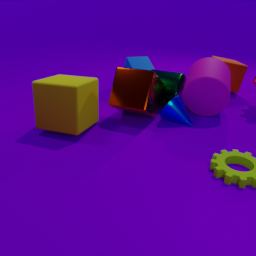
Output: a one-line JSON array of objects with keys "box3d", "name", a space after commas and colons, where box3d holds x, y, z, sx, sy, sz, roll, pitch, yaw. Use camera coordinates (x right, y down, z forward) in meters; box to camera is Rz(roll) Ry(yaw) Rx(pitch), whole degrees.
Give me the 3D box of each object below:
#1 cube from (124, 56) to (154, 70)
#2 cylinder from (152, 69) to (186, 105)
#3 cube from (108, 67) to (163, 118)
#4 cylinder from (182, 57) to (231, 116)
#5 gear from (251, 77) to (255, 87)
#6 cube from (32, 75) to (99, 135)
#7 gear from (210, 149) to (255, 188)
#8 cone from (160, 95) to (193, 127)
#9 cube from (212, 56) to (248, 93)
[{"box3d": [0.397, -2.120, 10.885, 0.922, 0.922, 0.922, -8, 55, -22], "name": "cube"}, {"box3d": [1.270, -1.361, 9.533, 1.138, 1.138, 1.138, 13, 30, 23], "name": "cylinder"}, {"box3d": [0.264, -1.047, 8.412, 1.174, 1.174, 1.174, 11, -3, 21], "name": "cube"}, {"box3d": [2.520, -1.320, 8.910, 1.393, 1.393, 1.393, 8, 40, 15], "name": "cylinder"}, {"box3d": [4.736, -1.065, 8.778, 1.778, 0.329, 1.778, 33, 16, -11], "name": "gear"}, {"box3d": [-1.691, -0.704, 7.855, 1.325, 1.325, 1.325, 8, 21, 17], "name": "cube"}, {"box3d": [2.445, 0.873, 6.203, 1.175, 0.217, 1.175, 0, 27, 0], "name": "gear"}, {"box3d": [1.595, -0.349, 8.357, 0.909, 0.906, 0.906, 45, 45, 19], "name": "cone"}, {"box3d": [3.684, -2.052, 10.662, 1.039, 1.039, 1.039, 8, 24, -12], "name": "cube"}]
